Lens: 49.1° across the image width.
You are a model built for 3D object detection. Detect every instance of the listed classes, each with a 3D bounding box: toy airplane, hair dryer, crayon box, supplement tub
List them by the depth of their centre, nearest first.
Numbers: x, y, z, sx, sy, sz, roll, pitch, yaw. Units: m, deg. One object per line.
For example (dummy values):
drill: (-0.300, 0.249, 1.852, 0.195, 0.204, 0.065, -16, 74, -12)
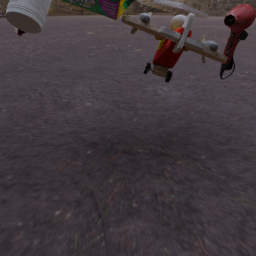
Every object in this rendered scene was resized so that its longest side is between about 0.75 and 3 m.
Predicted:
supplement tub: (-1.673, -2.235, 4.868, 0.640, 0.970, 0.640, 13, -12, 3)
toy airplane: (1.149, -2.185, 6.832, 2.109, 1.495, 2.119, 7, -19, 38)
crayon box: (-0.907, -3.528, 6.981, 1.987, 0.579, 1.714, 20, 41, 3)
hair dryer: (2.733, -2.234, 6.995, 0.583, 1.633, 2.145, 17, -8, 29)

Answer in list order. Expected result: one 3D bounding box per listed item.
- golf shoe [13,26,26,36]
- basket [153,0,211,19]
golf shoe: (-3.105, -3.313, 8.811, 1.138, 0.429, 0.521, -33, 54, 16)
basket: (1.532, -3.638, 7.612, 1.169, 0.948, 1.179, -1, 24, -40)
